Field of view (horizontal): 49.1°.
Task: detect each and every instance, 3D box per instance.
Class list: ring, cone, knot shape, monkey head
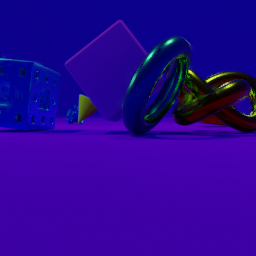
[{"bbox_3d":[0.472,-0.621,4.341,0.326,1.628,1.628,32,15,20],"label":"ring"},{"bbox_3d":[-1.585,-0.573,10.244,0.934,0.937,0.934,28,-8,4],"label":"cone"},{"bbox_3d":[1.525,-0.546,5.096,2.093,0.967,1.959,17,22,18],"label":"knot shape"},{"bbox_3d":[-2.157,-0.477,11.326,0.735,0.616,1.022,15,45,3],"label":"monkey head"}]

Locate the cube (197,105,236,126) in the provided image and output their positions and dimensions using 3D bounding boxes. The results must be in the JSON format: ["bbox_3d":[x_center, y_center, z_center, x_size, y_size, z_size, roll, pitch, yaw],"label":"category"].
[{"bbox_3d":[2.633,-0.535,8.398,0.870,0.870,0.870,6,2,0],"label":"cube"}]

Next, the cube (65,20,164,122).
[{"bbox_3d":[-0.186,-0.962,5.227,1.223,1.223,1.223,-37,-4,5],"label":"cube"}]

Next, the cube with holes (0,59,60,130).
[{"bbox_3d":[-2.347,-0.672,5.912,1.284,1.284,1.284,7,2,9],"label":"cube with holes"}]
